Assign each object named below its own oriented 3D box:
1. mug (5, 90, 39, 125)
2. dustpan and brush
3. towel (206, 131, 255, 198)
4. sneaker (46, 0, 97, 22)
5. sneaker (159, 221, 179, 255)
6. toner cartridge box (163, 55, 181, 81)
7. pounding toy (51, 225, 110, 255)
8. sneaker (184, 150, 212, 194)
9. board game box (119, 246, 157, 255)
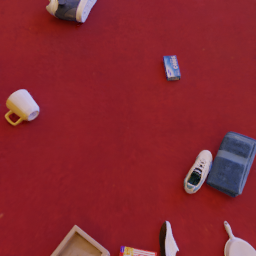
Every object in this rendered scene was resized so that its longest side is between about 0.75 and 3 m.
[{"bbox_3d":[-3.745,-0.668,10.088,0.919,1.119,0.896,43,27,12],"label":"mug"},{"bbox_3d":[3.091,3.335,8.015,0.935,0.383,1.340,-12,68,-8],"label":"dustpan and brush"},{"bbox_3d":[3.335,1.112,8.943,1.100,0.478,1.970,22,75,17],"label":"towel"},{"bbox_3d":[-2.621,-6.181,12.913,2.062,1.135,2.817,16,67,4],"label":"sneaker"},{"bbox_3d":[1.188,3.293,8.035,0.490,0.421,1.157,19,55,-20],"label":"sneaker"},{"bbox_3d":[1.761,-2.432,11.308,0.530,0.241,1.115,-5,61,-3],"label":"toner cartridge box"},{"bbox_3d":[-1.314,3.913,7.339,1.666,0.867,1.896,32,65,17],"label":"pounding toy"},{"bbox_3d":[2.300,1.354,8.970,0.583,0.588,1.621,26,62,15],"label":"sneaker"},{"bbox_3d":[0.240,3.786,7.773,1.028,0.238,0.778,8,61,5],"label":"board game box"}]
